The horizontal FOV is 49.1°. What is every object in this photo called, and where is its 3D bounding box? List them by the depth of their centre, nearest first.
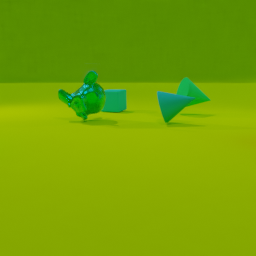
[{"bbox_3d":[1.472,-0.732,8.164,0.998,0.994,0.994,-15,6,15],"label":"cone"},{"bbox_3d":[-1.398,-0.991,8.809,1.366,1.898,1.144,31,61,14],"label":"monkey head"},{"bbox_3d":[2.546,-1.163,10.413,1.184,1.180,1.180,12,8,-11],"label":"cone"},{"bbox_3d":[-0.590,-1.120,11.384,0.825,0.825,0.825,4,13,23],"label":"cube"}]
